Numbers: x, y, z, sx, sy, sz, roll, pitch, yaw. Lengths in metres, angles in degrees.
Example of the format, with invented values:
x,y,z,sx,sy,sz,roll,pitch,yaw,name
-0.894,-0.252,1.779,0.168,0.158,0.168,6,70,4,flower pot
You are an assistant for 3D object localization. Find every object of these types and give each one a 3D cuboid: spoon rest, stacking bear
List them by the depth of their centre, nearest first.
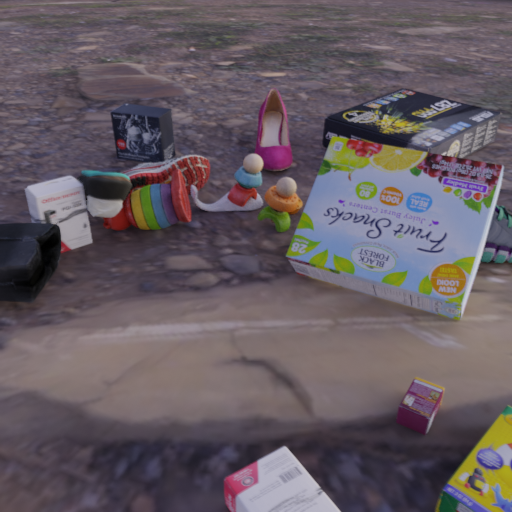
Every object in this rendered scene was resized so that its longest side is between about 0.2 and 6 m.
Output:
x,y,z,sx,sy,sz,roll,pitch,yaw,name
-2.016,-0.864,10.097,1.534,0.872,0.932,-11,50,2,stacking bear
-0.574,-1.098,10.951,1.472,0.446,0.731,2,33,-23,spoon rest

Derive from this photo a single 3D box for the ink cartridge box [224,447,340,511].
x,y,z,sx,sy,sz,roll,pitch,yaw,name
0.265,2.404,5.230,0.731,0.426,1.010,-19,37,-27,ink cartridge box

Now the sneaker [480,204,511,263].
x,y,z,sx,sy,sz,roll,pitch,yaw,name
3.642,-0.636,9.320,2.858,1.251,1.064,-1,32,-1,sneaker

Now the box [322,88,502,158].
x,y,z,sx,sy,sz,roll,pitch,yaw,name
3.776,-3.057,13.570,3.515,0.863,2.833,-27,44,-37,box

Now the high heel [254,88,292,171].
x,y,z,sx,sy,sz,roll,pitch,yaw,name
0.428,-2.925,12.969,0.888,1.265,2.637,2,32,4,high heel

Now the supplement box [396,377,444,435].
x,y,z,sx,sy,sz,roll,pitch,yaw,name
1.895,1.721,6.454,0.368,0.290,0.562,19,37,28,supplement box

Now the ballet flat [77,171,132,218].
x,y,z,sx,sy,sz,roll,pitch,yaw,name
-2.658,-1.081,9.795,0.771,0.776,2.269,2,8,-23,ballet flat

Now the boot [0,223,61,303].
x,y,z,sx,sy,sz,roll,pitch,yaw,name
-4.776,-0.338,8.907,3.328,1.093,2.743,-4,44,2,boot

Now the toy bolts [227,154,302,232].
x,y,z,sx,sy,sz,roll,pitch,yaw,name
0.283,-1.310,10.387,1.379,0.956,1.317,30,37,14,toy bolts

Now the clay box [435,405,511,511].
x,y,z,sx,sy,sz,roll,pitch,yaw,name
2.673,2.194,5.581,0.987,0.409,1.718,27,42,35,clay box

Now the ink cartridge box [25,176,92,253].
x,y,z,sx,sy,sz,roll,pitch,yaw,name
-3.321,-0.670,9.475,0.836,1.139,0.472,-23,39,-32,ink cartridge box

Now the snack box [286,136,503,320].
x,y,z,sx,sy,sz,roll,pitch,yaw,name
2.062,-0.483,8.413,2.603,0.881,2.195,16,75,25,snack box

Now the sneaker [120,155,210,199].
x,y,z,sx,sy,sz,roll,pitch,yaw,name
-1.911,-1.658,11.380,2.092,0.814,0.860,-17,35,-26,sneaker

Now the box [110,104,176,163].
x,y,z,sx,sy,sz,roll,pitch,yaw,name
-2.587,-2.803,12.890,1.259,1.146,0.655,10,33,17,box
